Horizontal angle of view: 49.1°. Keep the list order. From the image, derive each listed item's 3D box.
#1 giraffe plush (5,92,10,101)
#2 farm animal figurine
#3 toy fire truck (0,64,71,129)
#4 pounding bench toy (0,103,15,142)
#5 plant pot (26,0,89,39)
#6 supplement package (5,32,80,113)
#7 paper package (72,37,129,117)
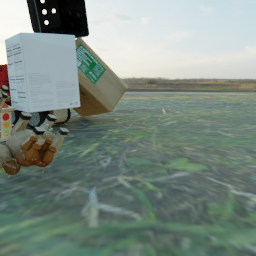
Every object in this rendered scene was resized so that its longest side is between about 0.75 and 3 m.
[{"bbox_3d":[-3.916,-0.777,6.951,1.819,1.569,1.475,-41,-12,21],"label":"giraffe plush"},{"bbox_3d":[-1.560,0.054,3.307,1.472,0.740,1.189,32,17,-9],"label":"farm animal figurine"},{"bbox_3d":[-2.808,-1.450,8.209,2.351,2.670,1.718,4,10,25],"label":"toy fire truck"},{"bbox_3d":[-2.878,-0.124,5.653,0.609,0.765,0.980,15,19,33],"label":"pounding bench toy"},{"bbox_3d":[-2.238,-3.471,8.403,1.537,1.541,1.367,-22,30,-31],"label":"plant pot"},{"bbox_3d":[-1.951,-1.241,6.379,1.212,1.597,1.203,-10,13,-37],"label":"supplement package"},{"bbox_3d":[-1.494,-1.506,9.097,2.246,1.162,2.141,43,-27,-27],"label":"paper package"}]
